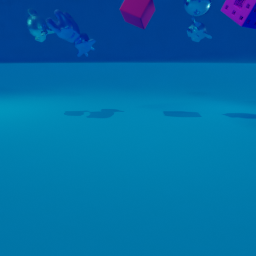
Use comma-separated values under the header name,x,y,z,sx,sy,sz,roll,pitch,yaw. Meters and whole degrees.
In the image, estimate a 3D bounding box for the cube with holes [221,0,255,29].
name,x,y,z,sx,sy,sz,roll,pitch,yaw
cube with holes,2.721,-2.723,6.155,0.764,0.764,0.764,-4,46,-30

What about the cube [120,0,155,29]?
name,x,y,z,sx,sy,sz,roll,pitch,yaw
cube,0.357,-4.238,10.017,0.861,0.861,0.861,29,0,14

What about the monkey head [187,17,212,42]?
name,x,y,z,sx,sy,sz,roll,pitch,yaw
monkey head,2.466,-3.447,9.808,0.629,1.044,0.751,-40,-5,-4

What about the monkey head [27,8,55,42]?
name,x,y,z,sx,sy,sz,roll,pitch,yaw
monkey head,-3.130,-3.700,10.194,1.004,1.396,0.841,-24,-20,-19

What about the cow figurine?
name,x,y,z,sx,sy,sz,roll,pitch,yaw
cow figurine,-1.992,-3.362,10.140,0.931,1.668,1.696,-40,7,13

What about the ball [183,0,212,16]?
name,x,y,z,sx,sy,sz,roll,pitch,yaw
ball,2.415,-4.414,9.765,0.955,0.955,0.955,0,14,0
